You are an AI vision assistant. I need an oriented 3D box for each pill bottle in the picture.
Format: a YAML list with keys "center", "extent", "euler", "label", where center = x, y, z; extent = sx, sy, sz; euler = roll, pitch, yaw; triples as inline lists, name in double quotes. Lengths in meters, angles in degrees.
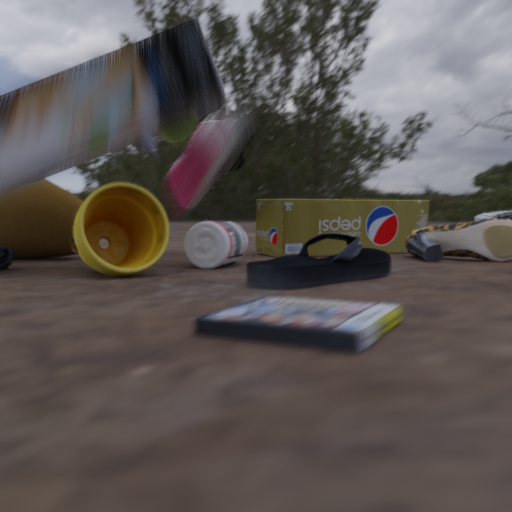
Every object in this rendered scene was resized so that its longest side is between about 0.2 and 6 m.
- center: [-0.504, -0.172, 7.827]
  extent: [0.638, 0.638, 1.152]
  euler: [1, 4, 16]
  label: "pill bottle"

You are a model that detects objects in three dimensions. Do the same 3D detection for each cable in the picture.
- center: [-3.551, 0.058, 6.888]
  extent: [1.046, 0.326, 1.283]
  euler: [-3, 6, -33]
  label: "cable"

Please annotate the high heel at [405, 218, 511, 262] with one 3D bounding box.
- center: [3.422, -0.311, 8.986]
  extent: [1.923, 0.687, 1.371]
  euler: [-9, 10, 2]
  label: "high heel"

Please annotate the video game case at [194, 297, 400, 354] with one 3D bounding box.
- center: [0.295, 0.406, 3.546]
  extent: [1.038, 0.132, 0.938]
  euler: [2, 5, 27]
  label: "video game case"

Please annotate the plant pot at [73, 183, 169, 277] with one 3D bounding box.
- center: [-1.702, -0.228, 6.705]
  extent: [1.056, 1.056, 0.993]
  euler: [-3, -10, -31]
  label: "plant pot"

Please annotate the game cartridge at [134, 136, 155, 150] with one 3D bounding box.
- center: [-1.973, -2.219, 9.395]
  extent: [0.168, 0.823, 0.548]
  euler: [-19, -14, 23]
  label: "game cartridge"

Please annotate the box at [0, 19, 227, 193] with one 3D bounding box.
- center: [-2.083, -1.815, 7.203]
  extent: [3.279, 0.986, 1.913]
  euler: [-21, 13, -2]
  label: "box"

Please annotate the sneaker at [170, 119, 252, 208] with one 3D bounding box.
- center: [-0.751, -1.610, 9.772]
  extent: [1.011, 0.853, 2.312]
  euler: [-25, -12, -34]
  label: "sneaker"

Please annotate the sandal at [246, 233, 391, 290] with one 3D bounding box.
- center: [0.830, 0.012, 6.260]
  extent: [0.890, 0.501, 2.342]
  euler: [3, 5, 36]
  label: "sandal"

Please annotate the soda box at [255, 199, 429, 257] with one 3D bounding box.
- center: [1.604, -0.540, 10.213]
  extent: [3.130, 1.002, 1.060]
  euler: [-1, 6, -25]
  label: "soda box"

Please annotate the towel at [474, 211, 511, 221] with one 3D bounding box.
- center: [5.538, -0.503, 11.341]
  extent: [1.915, 0.820, 1.586]
  euler: [-1, 3, 12]
  label: "towel"

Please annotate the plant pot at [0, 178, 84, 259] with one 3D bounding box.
- center: [-3.607, -0.623, 8.985]
  extent: [1.761, 1.641, 1.641]
  euler: [12, 6, 5]
  label: "plant pot"

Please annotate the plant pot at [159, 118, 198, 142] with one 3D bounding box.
- center: [-1.521, -2.501, 9.806]
  extent: [0.778, 0.778, 0.739]
  euler: [-3, 33, -35]
  label: "plant pot"
